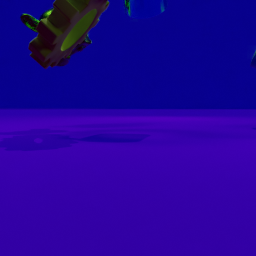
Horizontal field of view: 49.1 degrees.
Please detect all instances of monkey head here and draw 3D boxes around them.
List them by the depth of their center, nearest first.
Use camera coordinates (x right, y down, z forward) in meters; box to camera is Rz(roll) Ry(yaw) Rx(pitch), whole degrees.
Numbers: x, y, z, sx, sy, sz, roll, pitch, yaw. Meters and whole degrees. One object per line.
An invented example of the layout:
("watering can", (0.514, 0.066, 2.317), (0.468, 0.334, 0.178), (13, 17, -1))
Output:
("monkey head", (-1.721, -2.395, 7.299), (1.992, 1.200, 1.433), (-13, -16, -35))

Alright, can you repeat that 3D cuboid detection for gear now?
("gear", (-1.084, -2.018, 5.435), (0.366, 1.981, 1.981), (42, -1, -8))

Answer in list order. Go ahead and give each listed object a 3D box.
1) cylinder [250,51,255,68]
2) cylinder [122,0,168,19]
("cylinder", (3.935, -1.962, 7.657), (0.861, 0.861, 0.861), (25, 13, 19))
("cylinder", (0.347, -3.256, 6.430), (1.065, 1.065, 1.065), (-7, 47, 7))
